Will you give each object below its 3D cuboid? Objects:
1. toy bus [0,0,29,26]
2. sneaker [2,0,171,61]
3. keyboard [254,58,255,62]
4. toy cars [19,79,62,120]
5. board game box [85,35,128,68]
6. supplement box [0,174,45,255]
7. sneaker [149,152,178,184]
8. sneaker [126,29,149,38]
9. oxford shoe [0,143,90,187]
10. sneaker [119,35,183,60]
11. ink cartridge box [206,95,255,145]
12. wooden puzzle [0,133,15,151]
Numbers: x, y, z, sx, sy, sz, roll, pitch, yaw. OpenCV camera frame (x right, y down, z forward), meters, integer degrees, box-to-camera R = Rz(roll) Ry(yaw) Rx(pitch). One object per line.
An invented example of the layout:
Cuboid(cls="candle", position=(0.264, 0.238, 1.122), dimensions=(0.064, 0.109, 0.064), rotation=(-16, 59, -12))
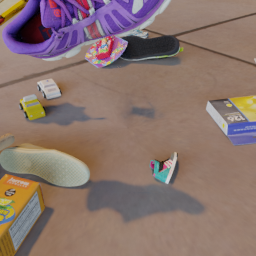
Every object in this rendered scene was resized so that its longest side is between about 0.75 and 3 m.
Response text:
Cuboid(cls="toy bus", position=(-2.528, -2.979, 6.004), dimensions=(1.956, 1.846, 1.011), rotation=(13, 23, -7))
Cuboid(cls="sneaker", position=(-0.482, -1.342, 3.185), dimensions=(2.244, 0.905, 0.936), rotation=(-24, 9, 24))
Cuboid(cls="keyboard", position=(5.862, -2.479, 10.639), dimensions=(1.958, 0.104, 0.551), rotation=(5, 30, 7))
Cuboid(cls="toy cars", position=(-2.557, -0.994, 8.168), dimensions=(0.972, 0.480, 2.169), rotation=(6, 35, 8))
Cuboid(cls="board game box", position=(-0.948, -3.077, 10.622), dimensions=(1.487, 0.366, 1.882), rotation=(-43, 46, -5))
Cuboid(cls="supplement box", position=(-2.111, 1.713, 4.103), dimensions=(0.745, 0.771, 2.240), rotation=(11, 34, 11))
Cuboid(cls="sneaker", position=(0.719, 0.755, 5.826), dimensions=(0.510, 0.353, 0.845), rotation=(19, 40, 10))
Cuboid(cls="sneaker", position=(0.416, -4.402, 12.987), dimensions=(1.157, 0.499, 0.449), rotation=(-9, 36, -13))
Cuboid(cls="oxford shoe", position=(-1.637, 0.693, 5.668), dimensions=(1.917, 0.721, 0.553), rotation=(9, 15, 14))
Cuboid(cls="sneaker", position=(0.793, -3.003, 10.951), dimensions=(2.639, 0.946, 1.093), rotation=(5, 1, 15))
Cuboid(cls="ink cartridge box", position=(3.126, -0.267, 7.246), dimensions=(1.646, 0.391, 1.665), rotation=(-6, 34, -9))
Cuboid(cls="wooden puzzle", position=(-3.870, 0.793, 4.779), dimensions=(2.919, 0.543, 2.700), rotation=(-6, 14, 14))
